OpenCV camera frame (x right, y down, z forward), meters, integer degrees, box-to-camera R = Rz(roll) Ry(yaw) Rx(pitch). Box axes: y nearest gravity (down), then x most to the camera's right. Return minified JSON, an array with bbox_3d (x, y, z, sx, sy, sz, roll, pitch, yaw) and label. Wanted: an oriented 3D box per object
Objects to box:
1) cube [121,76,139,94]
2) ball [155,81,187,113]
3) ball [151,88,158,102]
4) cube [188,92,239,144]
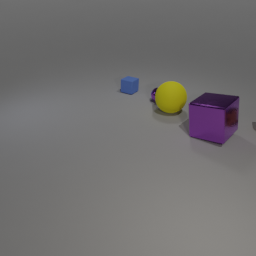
[{"bbox_3d":[0.093,-2.246,14.667,0.700,0.700,0.700,17,31,28],"label":"cube"},{"bbox_3d":[1.898,-1.360,12.386,1.400,1.400,1.400,0,30,0],"label":"ball"},{"bbox_3d":[1.461,-1.614,13.600,0.700,0.700,0.700,0,30,0],"label":"ball"},{"bbox_3d":[3.260,-0.426,10.637,1.400,1.400,1.400,14,32,38],"label":"cube"}]
